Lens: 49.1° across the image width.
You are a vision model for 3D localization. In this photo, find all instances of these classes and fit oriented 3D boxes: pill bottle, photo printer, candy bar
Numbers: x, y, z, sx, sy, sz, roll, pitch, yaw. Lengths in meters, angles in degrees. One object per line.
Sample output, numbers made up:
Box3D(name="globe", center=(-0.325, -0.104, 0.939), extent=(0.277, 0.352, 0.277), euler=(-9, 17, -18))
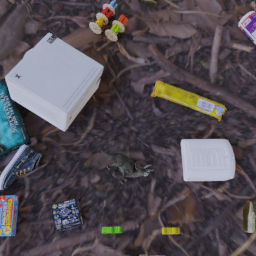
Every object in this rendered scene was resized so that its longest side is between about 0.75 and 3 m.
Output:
Box3D(name="pill bottle", center=(5.168, -3.924, 11.207), extent=(0.796, 0.796, 1.417), euler=(-31, 73, -10))
Box3D(name="photo printer", center=(2.726, 1.068, 9.497), extent=(1.737, 0.603, 1.445), euler=(-1, 69, -1))
Box3D(name="candy bar", center=(2.264, -1.024, 10.410), extent=(2.820, 0.312, 0.703), euler=(22, 70, 7))

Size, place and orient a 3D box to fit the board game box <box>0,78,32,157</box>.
Box3D(name="board game box", center=(-4.840, -0.297, 10.110), extent=(1.866, 0.388, 2.759), euler=(-24, 72, -9))

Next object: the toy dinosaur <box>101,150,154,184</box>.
Box3D(name="toy dinosaur", center=(-0.135, 1.279, 9.498), extent=(1.803, 0.694, 0.922), euler=(34, 62, 18))

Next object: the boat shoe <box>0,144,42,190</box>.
Box3D(name="boat shoe", center=(-3.602, 1.409, 9.387), extent=(0.756, 0.589, 1.665), euler=(26, 73, 6))

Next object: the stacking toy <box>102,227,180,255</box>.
Box3D(name="stacking toy", center=(0.402, 3.982, 8.519), extent=(2.436, 0.572, 1.837), euler=(-1, 68, 2))

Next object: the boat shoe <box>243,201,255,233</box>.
Box3D(name="boat shoe", center=(3.927, 2.862, 9.018), extent=(0.327, 0.365, 0.985), euler=(16, 72, -8))

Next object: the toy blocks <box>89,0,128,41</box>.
Box3D(name="toy blocks", center=(-0.611, -4.500, 11.528), extent=(1.343, 0.585, 1.612), euler=(28, 72, 10))

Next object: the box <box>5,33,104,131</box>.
Box3D(name="box", center=(-2.426, -1.546, 9.557), extent=(2.287, 1.495, 2.275), euler=(32, 64, 0))

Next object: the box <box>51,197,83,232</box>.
Box3D(name="box", center=(-1.986, 2.800, 9.078), extent=(0.907, 0.225, 0.900), euler=(-13, 70, -5))

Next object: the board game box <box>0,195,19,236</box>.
Box3D(name="board game box", center=(-4.233, 2.829, 8.994), extent=(1.232, 0.352, 1.259), euler=(-3, 70, -1))

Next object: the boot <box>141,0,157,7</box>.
Box3D(name="boot", center=(1.053, -5.712, 12.128), extent=(0.772, 0.292, 0.882), euler=(24, 71, 9))
